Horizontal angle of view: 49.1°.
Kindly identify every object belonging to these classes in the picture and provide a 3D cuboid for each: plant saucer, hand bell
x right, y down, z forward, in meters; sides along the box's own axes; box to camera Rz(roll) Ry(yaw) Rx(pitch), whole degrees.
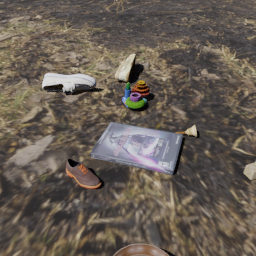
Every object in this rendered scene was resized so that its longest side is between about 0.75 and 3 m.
[{"bbox_3d":[0.289,3.034,5.565,1.510,0.260,1.510,3,34,-2],"label":"plant saucer"},{"bbox_3d":[2.036,0.182,10.189,0.863,0.449,0.449,-10,34,8],"label":"hand bell"}]

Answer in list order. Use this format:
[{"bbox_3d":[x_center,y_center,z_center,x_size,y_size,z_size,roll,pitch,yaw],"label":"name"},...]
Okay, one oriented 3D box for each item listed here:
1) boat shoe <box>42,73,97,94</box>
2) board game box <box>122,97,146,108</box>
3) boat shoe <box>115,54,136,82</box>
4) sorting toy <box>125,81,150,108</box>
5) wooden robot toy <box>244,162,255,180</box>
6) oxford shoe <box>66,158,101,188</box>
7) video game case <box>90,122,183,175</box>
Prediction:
[{"bbox_3d":[-2.731,-1.945,12.931,2.526,0.895,0.882,6,62,3],"label":"boat shoe"},{"bbox_3d":[0.271,-1.189,12.242,0.875,0.197,0.666,-13,36,-18],"label":"board game box"},{"bbox_3d":[-0.095,-3.201,14.620,0.808,0.897,2.488,7,41,9],"label":"boat shoe"},{"bbox_3d":[0.350,-1.546,11.973,1.010,0.690,1.681,10,37,13],"label":"sorting toy"},{"bbox_3d":[4.583,0.937,8.460,2.132,0.967,0.939,-3,35,-5],"label":"wooden robot toy"},{"bbox_3d":[-1.360,1.335,8.290,1.366,0.495,0.486,22,40,29],"label":"oxford shoe"},{"bbox_3d":[0.363,0.602,9.591,2.762,0.262,1.973,11,36,14],"label":"video game case"}]
